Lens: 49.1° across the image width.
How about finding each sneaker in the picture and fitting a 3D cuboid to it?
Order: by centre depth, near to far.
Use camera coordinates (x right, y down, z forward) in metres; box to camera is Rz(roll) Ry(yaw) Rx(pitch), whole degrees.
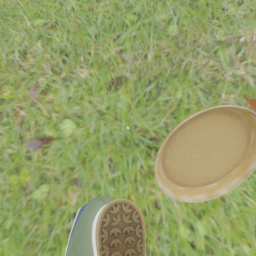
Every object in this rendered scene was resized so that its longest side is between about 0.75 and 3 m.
[{"bbox_3d":[-0.331,2.015,3.324,0.810,1.084,2.415,6,82,-29],"label":"sneaker"}]

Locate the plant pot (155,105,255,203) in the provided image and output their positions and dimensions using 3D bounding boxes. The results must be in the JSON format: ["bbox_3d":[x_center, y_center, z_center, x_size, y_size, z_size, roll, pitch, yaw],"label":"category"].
[{"bbox_3d":[1.279,0.423,4.428,1.860,1.860,0.256,-14,33,-5],"label":"plant pot"}]
